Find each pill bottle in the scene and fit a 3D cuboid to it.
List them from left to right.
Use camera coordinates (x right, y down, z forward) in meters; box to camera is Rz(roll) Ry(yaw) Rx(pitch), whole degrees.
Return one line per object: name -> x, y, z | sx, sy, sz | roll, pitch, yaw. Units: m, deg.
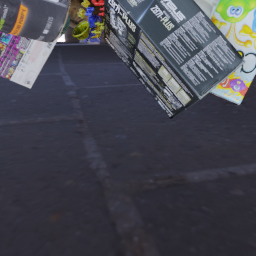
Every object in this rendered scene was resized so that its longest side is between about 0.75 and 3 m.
pill bottle -> -2.079, -2.034, 3.819 | 2.356, 1.251, 1.251 | 4, 15, -35

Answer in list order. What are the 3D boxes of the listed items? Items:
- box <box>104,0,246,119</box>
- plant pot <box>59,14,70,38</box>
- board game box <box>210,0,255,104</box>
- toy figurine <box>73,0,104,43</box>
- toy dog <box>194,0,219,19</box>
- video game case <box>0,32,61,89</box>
box -> 0.633, -1.465, 5.107 | 0.989, 2.296, 1.880 | -39, -4, -8
plant pot -> -3.053, -3.886, 9.847 | 1.611, 2.008, 2.008 | -1, 18, 25
board game box -> 2.536, -2.071, 6.433 | 1.388, 2.695, 1.413 | 27, 16, 14
toy figurine -> -1.075, -3.491, 9.985 | 1.187, 1.349, 2.251 | 2, 55, 11
toy dog -> 2.177, -3.230, 8.856 | 2.563, 2.485, 1.788 | -42, 66, -14
video game case -> -3.112, -2.278, 7.878 | 1.749, 1.930, 0.346 | 21, 18, -42
